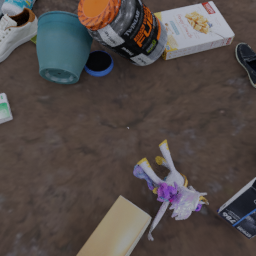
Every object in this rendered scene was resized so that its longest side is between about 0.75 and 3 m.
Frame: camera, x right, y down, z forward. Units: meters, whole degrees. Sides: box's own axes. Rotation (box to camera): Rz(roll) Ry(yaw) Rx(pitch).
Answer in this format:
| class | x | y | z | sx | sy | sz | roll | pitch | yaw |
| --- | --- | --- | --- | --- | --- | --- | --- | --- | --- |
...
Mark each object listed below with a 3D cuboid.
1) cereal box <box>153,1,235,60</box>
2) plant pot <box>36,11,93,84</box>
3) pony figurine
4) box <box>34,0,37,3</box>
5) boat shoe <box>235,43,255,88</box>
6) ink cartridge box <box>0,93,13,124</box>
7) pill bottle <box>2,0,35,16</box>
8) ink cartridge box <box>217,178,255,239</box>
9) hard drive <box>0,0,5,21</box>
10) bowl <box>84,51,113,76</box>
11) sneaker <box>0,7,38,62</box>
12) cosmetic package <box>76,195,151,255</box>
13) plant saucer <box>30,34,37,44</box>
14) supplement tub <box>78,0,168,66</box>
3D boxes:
| class | x | y | z | sx | sy | sz | roll | pitch | yaw |
| --- | --- | --- | --- | --- | --- | --- | --- | --- | --- |
| cereal box | 2.229 | -3.578 | 10.157 | 2.618 | 0.517 | 1.884 | -16 | 65 | -8 |
| plant pot | -2.067 | -2.412 | 8.939 | 1.838 | 1.838 | 1.727 | 4 | 75 | 2 |
| pony figurine | 1.040 | 1.546 | 6.972 | 2.041 | 1.699 | 1.970 | 51 | 44 | 5 |
| box | -4.002 | -5.545 | 11.347 | 1.067 | 0.253 | 1.030 | 26 | 68 | 12 |
| boat shoe | 4.213 | -2.218 | 9.433 | 0.702 | 0.586 | 1.883 | -10 | 62 | -3 |
| ink cartridge box | -4.287 | -0.496 | 8.716 | 1.169 | 0.293 | 0.940 | -20 | 64 | -12 |
| pill bottle | -3.969 | -4.821 | 10.434 | 0.893 | 0.893 | 1.611 | 16 | 77 | 8 |
| ink cartridge box | 2.766 | 1.960 | 6.453 | 0.929 | 1.867 | 0.366 | 38 | 52 | 16 |
| hard drive | -5.343 | -4.556 | 10.775 | 1.449 | 0.341 | 2.076 | 24 | 65 | 12 |
| bowl | -1.019 | -2.251 | 9.660 | 1.033 | 0.203 | 1.033 | 0 | 62 | 0 |
| sneaker | -4.364 | -3.217 | 9.630 | 1.007 | 1.171 | 2.767 | 40 | 71 | 17 |
| cosmetic package | -0.548 | 2.924 | 6.359 | 0.899 | 1.331 | 2.530 | 32 | 66 | 16 |
| plant saucer | -2.989 | -3.177 | 10.149 | 0.775 | 0.186 | 0.776 | 38 | 69 | 18 |
| supplement tub | -0.096 | -3.100 | 8.505 | 1.682 | 2.746 | 1.682 | -7 | 77 | 34 |
